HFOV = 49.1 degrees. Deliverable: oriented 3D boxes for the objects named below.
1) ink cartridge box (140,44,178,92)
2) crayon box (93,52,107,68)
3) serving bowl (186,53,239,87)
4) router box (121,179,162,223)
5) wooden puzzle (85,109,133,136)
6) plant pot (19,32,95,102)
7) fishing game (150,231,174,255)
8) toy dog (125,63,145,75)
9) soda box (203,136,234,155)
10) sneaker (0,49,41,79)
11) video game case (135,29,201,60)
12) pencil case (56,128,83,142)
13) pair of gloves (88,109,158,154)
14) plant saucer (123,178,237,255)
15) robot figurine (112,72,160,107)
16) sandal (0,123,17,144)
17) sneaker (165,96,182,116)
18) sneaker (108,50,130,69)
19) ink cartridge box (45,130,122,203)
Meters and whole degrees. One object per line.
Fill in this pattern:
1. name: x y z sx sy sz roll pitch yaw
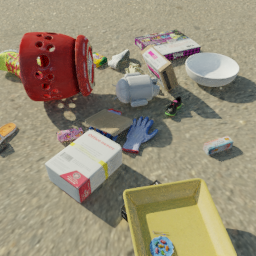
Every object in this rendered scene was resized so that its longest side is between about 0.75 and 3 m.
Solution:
1. ink cartridge box: 1.431 -2.736 12.813 0.667 1.463 1.776 -36 53 1
2. crayon box: -1.762 -3.677 15.087 0.995 0.290 0.859 30 50 29
3. serving bowl: 4.020 -2.730 13.650 2.501 0.823 2.501 1 42 0
4. router box: 0.984 2.578 8.029 1.514 0.503 1.925 -32 51 -30
5. wooden puzzle: -0.728 -0.167 10.871 1.435 0.332 1.329 24 38 27
6. plant pot: -2.816 -2.596 11.738 2.603 2.859 2.859 -4 42 3
7. fishing game: 0.842 2.976 6.979 0.604 0.131 0.844 5 47 8
8. toy dog: 0.424 -2.745 13.662 1.130 0.813 1.166 17 29 -25
9. soda box: 3.314 0.641 10.297 1.067 0.339 0.365 -15 45 -15
10. sneaker: -5.283 -3.009 13.739 2.965 1.159 1.339 5 45 5
11. video game case: 2.228 -4.762 16.108 2.893 0.518 2.622 -17 45 -18
12. pencil case: -2.199 0.263 10.671 0.993 0.434 0.434 -13 44 -13
13. pair of gloves: -0.166 0.050 10.991 2.605 0.297 2.094 13 44 15
14. plant saucer: 1.214 2.577 7.263 2.358 0.571 2.358 -8 48 -7
15. robot figurine: 0.343 -1.695 12.266 2.025 1.144 1.717 -7 62 -8
16. sandal: -4.964 0.199 10.569 0.672 0.502 1.753 22 44 12
17. sneaker: 1.934 -0.953 11.923 0.469 0.512 1.222 20 46 21
18. sneaker: -0.462 -3.747 14.952 0.685 0.601 1.710 19 46 23
19. ink cartridge box: -1.391 1.186 9.289 1.525 0.876 2.101 28 49 28
